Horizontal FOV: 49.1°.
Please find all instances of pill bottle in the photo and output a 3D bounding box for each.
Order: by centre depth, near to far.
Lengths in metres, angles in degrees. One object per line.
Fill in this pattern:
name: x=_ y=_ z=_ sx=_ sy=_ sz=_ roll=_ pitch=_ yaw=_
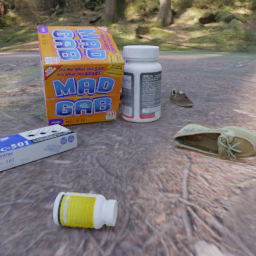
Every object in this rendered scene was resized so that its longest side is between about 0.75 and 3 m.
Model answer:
pill bottle: x=-0.804 y=1.604 z=5.435 sx=1.137 sy=0.639 sz=0.639 roll=3 pitch=20 yaw=8
pill bottle: x=0.554 y=-1.857 z=11.664 sx=1.686 sy=2.960 sz=1.686 roll=0 pitch=19 yaw=0

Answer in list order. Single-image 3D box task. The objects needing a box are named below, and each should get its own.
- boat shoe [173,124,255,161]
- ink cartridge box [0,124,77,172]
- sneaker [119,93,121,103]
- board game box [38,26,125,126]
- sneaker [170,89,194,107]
boat shoe: x=2.600 y=0.466 z=8.377 sx=2.621 sy=0.961 sz=0.821 roll=5 pitch=22 yaw=45
ink cartridge box: x=-2.969 y=0.529 z=8.555 sx=2.548 sy=0.563 sz=1.198 roll=-18 pitch=25 yaw=-40
sneaker: x=-1.087 y=-1.459 z=13.389 sx=2.530 sy=0.989 sz=1.142 roll=-18 pitch=21 yaw=-41
board game box: x=-1.973 y=-2.111 z=11.157 sx=2.788 sy=2.786 sz=2.785 roll=-6 pitch=46 yaw=-17
sneaker: x=2.672 y=-1.536 z=14.226 sx=0.614 sy=0.658 sz=1.743 roll=-10 pitch=22 yaw=-26
